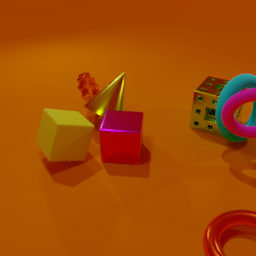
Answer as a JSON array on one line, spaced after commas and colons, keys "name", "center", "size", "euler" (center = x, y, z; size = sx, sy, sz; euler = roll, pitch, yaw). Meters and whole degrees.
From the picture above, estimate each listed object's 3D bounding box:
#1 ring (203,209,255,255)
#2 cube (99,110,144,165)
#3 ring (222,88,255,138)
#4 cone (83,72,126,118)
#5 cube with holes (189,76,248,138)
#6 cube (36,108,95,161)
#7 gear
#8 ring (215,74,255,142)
[{"name": "ring", "center": [1.971, 1.925, 4.591], "size": [1.443, 0.289, 1.443], "euler": [-9, 29, 5]}, {"name": "cube", "center": [-0.128, 0.208, 6.785], "size": [0.938, 0.938, 0.938], "euler": [4, 34, 5]}, {"name": "ring", "center": [2.759, -0.295, 6.115], "size": [1.360, 1.360, 0.272], "euler": [7, 45, 10]}, {"name": "cone", "center": [-0.369, -0.939, 7.713], "size": [1.307, 1.311, 1.307], "euler": [25, 6, -3]}, {"name": "cube with holes", "center": [2.524, -0.603, 7.813], "size": [1.153, 1.153, 1.153], "euler": [19, 38, 26]}, {"name": "cube", "center": [-1.482, 0.160, 6.553], "size": [0.914, 0.914, 0.914], "euler": [4, 23, -39]}, {"name": "gear", "center": [-1.145, -1.140, 8.633], "size": [0.216, 1.170, 1.170], "euler": [-21, 29, 17]}, {"name": "ring", "center": [2.843, -0.482, 6.962], "size": [1.704, 1.704, 0.341], "euler": [-18, 22, -26]}]
